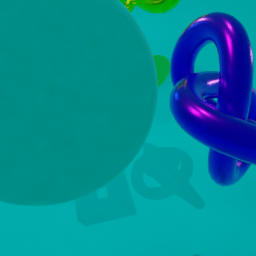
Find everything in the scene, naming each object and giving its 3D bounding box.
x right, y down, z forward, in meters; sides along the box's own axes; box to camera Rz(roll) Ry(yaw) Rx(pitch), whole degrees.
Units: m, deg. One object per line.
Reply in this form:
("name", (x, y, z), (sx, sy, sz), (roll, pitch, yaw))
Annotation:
("cone", (0.257, -1.333, 5.792), (0.889, 0.889, 0.893), (-21, 52, -20))
("knot shape", (0.352, -2.480, 4.680), (1.580, 0.780, 1.688), (19, 77, 48))
("cylinder", (-0.593, -0.299, 1.944), (1.224, 1.224, 1.224), (-16, 20, -16))
("knot shape", (1.053, -0.158, 2.952), (0.930, 2.012, 1.883), (-24, 14, 17))
